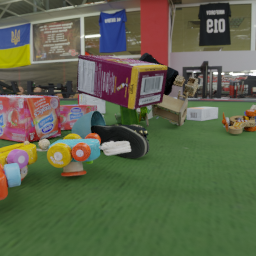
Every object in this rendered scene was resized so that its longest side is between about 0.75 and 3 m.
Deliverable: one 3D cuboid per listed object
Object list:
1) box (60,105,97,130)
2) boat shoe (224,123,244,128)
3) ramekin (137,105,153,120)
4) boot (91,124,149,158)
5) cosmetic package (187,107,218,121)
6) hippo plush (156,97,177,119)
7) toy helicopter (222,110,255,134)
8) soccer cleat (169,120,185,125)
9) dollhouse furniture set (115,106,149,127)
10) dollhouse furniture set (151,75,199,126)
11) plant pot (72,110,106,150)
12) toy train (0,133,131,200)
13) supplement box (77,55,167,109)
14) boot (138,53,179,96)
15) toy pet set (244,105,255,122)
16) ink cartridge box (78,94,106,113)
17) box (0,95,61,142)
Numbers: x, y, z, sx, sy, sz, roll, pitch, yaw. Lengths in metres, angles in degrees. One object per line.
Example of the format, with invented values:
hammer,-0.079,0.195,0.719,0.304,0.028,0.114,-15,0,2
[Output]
box,-2.310,-0.453,11.344,1.989,0.949,0.991,-5,8,-36
boat shoe,4.553,-0.172,11.738,1.030,0.311,0.381,2,8,12
ramekin,0.753,-1.404,14.401,2.085,2.085,1.018,-6,17,-35
boot,0.123,0.252,7.335,1.510,0.721,1.999,-3,10,-44
cosmetic package,3.962,-0.768,14.853,0.900,0.632,1.775,7,10,43
hippo plush,2.450,-1.058,14.844,1.526,1.216,1.227,-3,8,-26
toy helicopter,4.039,-0.170,10.426,1.283,0.765,1.939,9,20,29
soccer cleat,2.159,-0.370,12.612,0.679,0.547,1.594,-8,3,18
dollhouse furniture set,0.161,-0.271,12.098,1.412,1.091,2.825,-7,-11,-1
dollhouse furniture set,1.584,-1.345,11.566,2.062,1.824,1.147,22,-25,20
plant pot,-1.094,0.092,7.562,0.705,1.046,1.046,-7,5,18
toy train,-1.356,0.687,4.378,2.677,0.745,2.011,-9,13,-32
supplement box,-0.245,-1.604,9.255,2.532,1.306,1.657,21,24,34
boot,0.883,-1.995,12.781,2.111,2.513,0.960,44,10,32
toy pet set,5.843,-0.288,12.158,1.417,0.806,1.518,34,-3,-23
ink cartridge box,-2.293,-1.529,17.586,1.285,1.279,1.769,-3,4,-24
box,-3.780,-0.396,9.423,2.894,1.382,1.443,5,9,32
